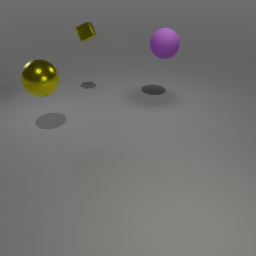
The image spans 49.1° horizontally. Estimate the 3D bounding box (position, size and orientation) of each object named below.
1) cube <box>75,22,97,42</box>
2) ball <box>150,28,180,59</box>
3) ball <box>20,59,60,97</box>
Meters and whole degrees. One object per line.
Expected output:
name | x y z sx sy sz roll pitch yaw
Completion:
cube | -1.987 -4.588 13.380 0.700 0.700 0.700 -21 14 15
ball | 1.740 -3.985 13.238 1.400 1.400 1.400 0 30 0
ball | -3.283 -1.862 10.502 1.400 1.400 1.400 0 30 0
